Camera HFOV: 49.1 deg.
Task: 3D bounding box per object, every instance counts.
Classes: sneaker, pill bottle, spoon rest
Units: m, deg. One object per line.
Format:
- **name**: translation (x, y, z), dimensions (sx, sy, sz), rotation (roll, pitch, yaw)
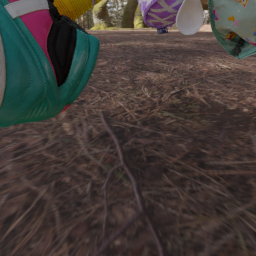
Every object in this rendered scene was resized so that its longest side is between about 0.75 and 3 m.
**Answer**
- **sneaker**: translation (-1.214, -1.393, 3.401), dimensions (1.245, 2.977, 1.797), rotation (-15, -14, 30)
- **pill bottle**: translation (-2.061, -4.198, 9.090), dimensions (2.739, 1.428, 1.428), rotation (-38, 31, -4)
- **spoon rest**: translation (1.070, -2.183, 4.907), dimensions (0.538, 1.083, 0.328), rotation (-14, 26, -8)

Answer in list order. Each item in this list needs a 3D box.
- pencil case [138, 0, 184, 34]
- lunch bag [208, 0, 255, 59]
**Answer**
- **pencil case**: translation (0.528, -3.148, 5.457), dimensions (1.028, 2.404, 1.009), rotation (-13, -14, -8)
- **lunch bag**: translation (2.511, -2.569, 5.186), dimensions (1.396, 1.951, 2.290), rotation (32, -4, 30)
